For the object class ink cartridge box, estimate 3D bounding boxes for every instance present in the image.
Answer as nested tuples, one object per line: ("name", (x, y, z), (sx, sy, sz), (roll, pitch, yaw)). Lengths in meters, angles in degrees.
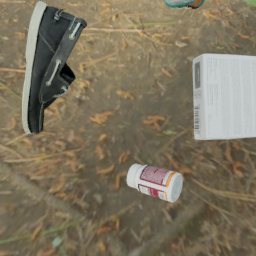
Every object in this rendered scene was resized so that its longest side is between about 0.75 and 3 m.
("ink cartridge box", (2.502, -0.647, 6.113), (2.177, 0.621, 1.770), (-1, 89, -19))

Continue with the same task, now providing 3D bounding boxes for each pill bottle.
("pill bottle", (0.534, 1.090, 5.720), (1.029, 0.588, 0.588), (11, 57, 32))

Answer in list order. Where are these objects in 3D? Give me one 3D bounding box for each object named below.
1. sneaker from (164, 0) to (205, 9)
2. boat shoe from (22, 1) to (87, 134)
("sneaker", (1.247, -2.634, 5.676), (1.468, 0.587, 0.524), (-33, 71, -28))
("boat shoe", (-1.568, -0.926, 5.604), (0.975, 2.883, 1.035), (11, 38, -17))
